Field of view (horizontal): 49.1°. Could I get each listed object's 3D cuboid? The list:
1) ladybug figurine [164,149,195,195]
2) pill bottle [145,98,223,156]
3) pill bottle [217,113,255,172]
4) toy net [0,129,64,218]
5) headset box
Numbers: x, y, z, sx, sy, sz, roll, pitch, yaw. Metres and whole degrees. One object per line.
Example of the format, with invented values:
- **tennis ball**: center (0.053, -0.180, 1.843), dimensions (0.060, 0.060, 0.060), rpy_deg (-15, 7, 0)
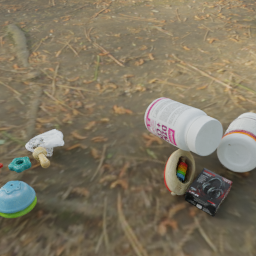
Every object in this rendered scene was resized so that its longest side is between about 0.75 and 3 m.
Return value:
- **ladybug figurine**: center (1.241, 1.097, 6.955), dimensions (0.855, 0.453, 1.260), rpy_deg (40, 54, -18)
- **pill bottle**: center (1.357, -0.061, 7.090), dimensions (1.068, 1.068, 1.884), rpy_deg (-23, 28, -25)
- **pill bottle**: center (3.112, 0.299, 7.480), dimensions (1.033, 1.033, 1.885), rpy_deg (21, 32, 23)
- **toy net**: center (-2.605, 0.948, 7.087), dimensions (1.526, 0.562, 2.909), rpy_deg (4, 30, 12)
- **headset box**: center (1.955, 1.481, 6.712), dimensions (0.758, 0.394, 1.019), rpy_deg (27, 50, 29)
